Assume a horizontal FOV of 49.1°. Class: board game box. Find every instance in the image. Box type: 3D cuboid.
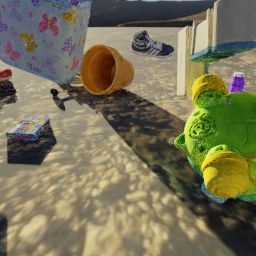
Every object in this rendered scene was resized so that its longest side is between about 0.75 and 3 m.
[{"bbox_3d":[-2.456,0.007,6.978,0.698,0.178,1.030,2,23,6],"label":"board game box"}]

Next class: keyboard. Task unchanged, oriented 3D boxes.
[{"bbox_3d":[-5.115,-1.290,9.910,2.029,0.260,1.218,-13,27,-30],"label":"keyboard"}]

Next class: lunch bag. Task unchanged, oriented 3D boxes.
[{"bbox_3d":[-2.163,-2.401,6.660,2.241,1.900,1.424,19,33,5],"label":"lunch bag"}]

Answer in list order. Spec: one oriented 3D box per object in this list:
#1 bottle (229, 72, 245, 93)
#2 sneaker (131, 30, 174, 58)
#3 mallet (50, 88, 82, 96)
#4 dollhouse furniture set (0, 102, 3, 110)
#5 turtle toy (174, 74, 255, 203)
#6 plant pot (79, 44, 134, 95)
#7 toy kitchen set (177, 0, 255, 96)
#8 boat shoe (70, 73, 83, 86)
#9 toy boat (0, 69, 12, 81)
[{"bbox_3d":[3.121,-0.999,8.071,0.382,1.169,0.488,12,25,27],"label":"bottle"},{"bbox_3d":[0.838,-2.769,9.245,1.470,0.798,0.515,5,65,1],"label":"sneaker"},{"bbox_3d":[-2.236,-1.334,10.107,1.152,0.237,0.379,-11,21,-36],"label":"mallet"},{"bbox_3d":[-4.592,-0.941,6.794,2.199,1.461,1.927,-30,33,-32],"label":"dollhouse furniture set"},{"bbox_3d":[2.228,0.337,4.448,2.969,1.501,2.164,1,49,5],"label":"turtle toy"},{"bbox_3d":[-0.611,-2.035,10.116,1.689,1.689,1.546,16,13,32],"label":"plant pot"},{"bbox_3d":[2.044,-1.219,4.877,1.810,1.331,2.259,0,6,-6],"label":"toy kitchen set"},{"bbox_3d":[-1.505,-2.033,11.279,1.660,0.513,0.604,-12,26,-25],"label":"boat shoe"},{"bbox_3d":[-5.439,-2.351,11.791,0.689,0.690,1.056,20,30,38],"label":"toy boat"}]
